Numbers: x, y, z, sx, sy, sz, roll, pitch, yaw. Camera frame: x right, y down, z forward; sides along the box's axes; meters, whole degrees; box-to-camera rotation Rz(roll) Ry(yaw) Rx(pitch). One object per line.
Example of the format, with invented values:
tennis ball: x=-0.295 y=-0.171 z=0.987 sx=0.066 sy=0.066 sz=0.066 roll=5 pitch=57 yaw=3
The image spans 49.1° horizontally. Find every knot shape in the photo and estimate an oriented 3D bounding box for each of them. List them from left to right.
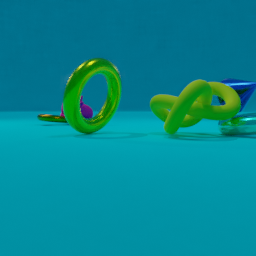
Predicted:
knot shape: x=1.286 y=-0.441 z=5.863 sx=1.933 sy=0.893 sz=1.809 roll=-15 pitch=0 yaw=25

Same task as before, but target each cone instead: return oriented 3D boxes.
cone: x=2.642 y=-0.866 z=6.334 sx=0.874 sy=0.874 sz=0.878 roll=-1 pitch=-11 yaw=-19

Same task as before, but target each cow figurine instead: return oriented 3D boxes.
cow figurine: x=-1.894 y=-0.660 z=10.754 sx=1.675 sy=0.935 sz=1.703 roll=4 pitch=-9 yaw=45

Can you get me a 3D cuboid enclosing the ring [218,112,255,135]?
ring: x=2.931 y=-0.140 z=6.060 sx=1.905 sy=0.381 sz=1.905 roll=-7 pitch=2 yaw=0

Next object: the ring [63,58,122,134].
ring: x=-0.736 y=-0.689 z=6.193 sx=0.342 sy=1.712 sz=1.712 roll=22 pitch=15 yaw=31

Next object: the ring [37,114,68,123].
ring: x=-2.656 y=-0.343 z=10.176 sx=1.234 sy=0.247 sz=1.234 roll=6 pitch=2 yaw=0
